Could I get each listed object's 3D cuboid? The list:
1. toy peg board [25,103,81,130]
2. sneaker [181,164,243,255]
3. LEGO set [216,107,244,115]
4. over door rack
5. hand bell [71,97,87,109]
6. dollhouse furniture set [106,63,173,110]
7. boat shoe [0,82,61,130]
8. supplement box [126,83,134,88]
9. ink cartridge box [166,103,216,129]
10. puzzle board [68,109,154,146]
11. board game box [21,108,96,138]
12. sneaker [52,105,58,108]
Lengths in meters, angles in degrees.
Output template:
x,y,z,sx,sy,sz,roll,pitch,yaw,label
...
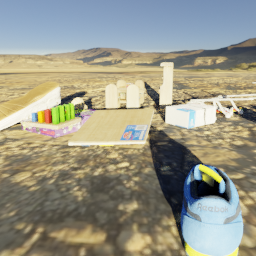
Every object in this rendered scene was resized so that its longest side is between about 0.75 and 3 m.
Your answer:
x,y,z,sx,sy,sz,roll,pitch,yaw,label
-2.161,-0.408,8.144,1.160,0.570,1.165,6,15,23,toy peg board
1.179,0.824,3.937,0.772,0.918,2.341,2,13,15,sneaker
3.800,-0.813,11.522,1.720,0.422,1.285,8,19,29,LEGO set
3.913,-0.913,10.191,2.183,0.984,2.955,-12,-1,-41,over door rack
-1.567,-0.640,10.808,1.332,0.693,0.693,28,28,36,hand bell
0.554,-1.997,12.925,2.980,1.980,2.612,2,14,9,dollhouse furniture set
-3.327,-0.536,9.331,1.002,0.981,2.830,23,46,36,boat shoe
0.024,-2.090,15.746,1.016,0.801,1.552,2,14,8,supplement box
2.151,-0.450,9.579,1.430,0.602,1.034,-10,18,-36,ink cartridge box
-0.333,-0.053,8.072,1.969,0.227,2.613,-1,21,11,puzzle board
-1.953,-0.245,9.331,1.571,0.423,2.618,5,14,35,board game box
-3.552,-0.799,11.055,1.696,0.596,0.680,-7,18,-28,sneaker
